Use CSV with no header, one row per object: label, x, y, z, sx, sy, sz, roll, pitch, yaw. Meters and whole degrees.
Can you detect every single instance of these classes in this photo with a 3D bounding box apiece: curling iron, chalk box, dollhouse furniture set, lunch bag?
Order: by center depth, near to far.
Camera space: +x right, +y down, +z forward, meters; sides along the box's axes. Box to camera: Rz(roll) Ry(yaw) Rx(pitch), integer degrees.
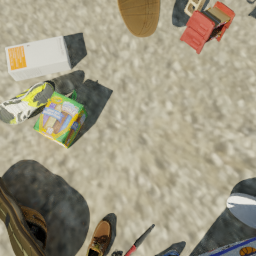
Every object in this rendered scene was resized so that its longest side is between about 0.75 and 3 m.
dollhouse furniture set,0.997,-1.972,4.695,0.745,0.563,1.384,-32,70,-34
lunch bag,2.628,3.182,5.812,2.233,2.626,1.626,-18,73,-4
curling iron,0.097,3.016,7.138,1.416,0.181,0.351,-38,78,-9
chalk box,-1.710,-0.330,7.628,0.912,0.917,1.474,27,79,7

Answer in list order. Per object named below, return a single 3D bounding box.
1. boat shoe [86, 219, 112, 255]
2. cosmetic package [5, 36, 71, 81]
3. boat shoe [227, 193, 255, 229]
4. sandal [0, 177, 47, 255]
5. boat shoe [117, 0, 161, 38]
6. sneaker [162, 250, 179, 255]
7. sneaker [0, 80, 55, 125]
boat shoe,-0.736,2.982,6.996,0.495,0.468,1.377,16,76,4
cosmetic package,-2.615,-2.036,8.233,1.694,0.603,0.859,-14,76,-4
boat shoe,3.739,2.133,7.073,2.350,0.843,0.797,16,34,22
sandal,-2.560,2.393,6.983,0.811,1.214,2.972,-20,61,-42
boat shoe,0.223,-3.457,6.266,0.990,2.777,0.896,0,42,16
sneaker,0.847,3.341,6.932,0.940,0.419,0.369,-29,77,-7
sneaker,-2.787,-0.722,7.898,1.912,0.809,0.712,-25,109,13
